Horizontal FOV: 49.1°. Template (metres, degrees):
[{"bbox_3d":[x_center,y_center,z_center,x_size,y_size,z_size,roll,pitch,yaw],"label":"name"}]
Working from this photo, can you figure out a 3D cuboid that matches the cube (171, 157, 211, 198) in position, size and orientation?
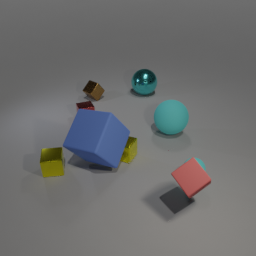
[{"bbox_3d":[1.607,1.276,7.094,0.700,0.700,0.700,-37,67,2],"label":"cube"}]

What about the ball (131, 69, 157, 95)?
[{"bbox_3d":[0.873,-2.461,15.001,1.400,1.400,1.400,0,30,0],"label":"ball"}]

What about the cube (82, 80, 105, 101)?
[{"bbox_3d":[-1.779,-1.936,14.504,0.700,0.700,0.700,25,78,36],"label":"cube"}]

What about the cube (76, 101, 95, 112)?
[{"bbox_3d":[-1.917,-0.738,12.716,0.700,0.700,0.700,-12,32,-18],"label":"cube"}]

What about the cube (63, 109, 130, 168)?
[{"bbox_3d":[-1.005,0.346,9.310,1.400,1.400,1.400,8,68,32],"label":"cube"}]

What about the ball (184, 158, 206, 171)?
[{"bbox_3d":[2.074,1.280,8.788,0.700,0.700,0.700,0,30,0],"label":"ball"}]

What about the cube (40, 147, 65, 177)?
[{"bbox_3d":[-2.533,1.146,9.427,0.700,0.700,0.700,-4,38,-8],"label":"cube"}]

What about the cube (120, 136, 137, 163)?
[{"bbox_3d":[-0.110,0.748,10.175,0.700,0.700,0.700,12,32,22],"label":"cube"}]

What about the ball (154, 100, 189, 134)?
[{"bbox_3d":[1.745,-0.441,11.326,1.400,1.400,1.400,0,30,0],"label":"ball"}]
